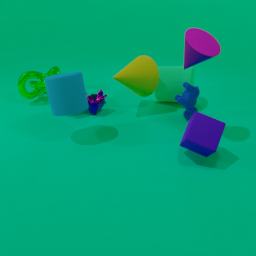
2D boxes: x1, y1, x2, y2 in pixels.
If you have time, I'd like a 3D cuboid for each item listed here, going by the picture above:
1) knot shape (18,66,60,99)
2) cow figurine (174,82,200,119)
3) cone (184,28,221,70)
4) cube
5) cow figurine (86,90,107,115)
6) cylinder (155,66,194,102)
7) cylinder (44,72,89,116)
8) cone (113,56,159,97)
[{"bbox_3d":[-3.370,-1.667,10.526,1.584,0.782,1.692,-23,-6,-40],"label":"knot shape"},{"bbox_3d":[2.085,-0.847,9.205,1.092,1.110,0.609,26,17,-15],"label":"cow figurine"},{"bbox_3d":[1.767,-1.947,7.606,1.040,1.044,1.040,11,54,-16],"label":"cone"},{"bbox_3d":[1.904,0.178,7.237,0.808,0.808,0.808,23,76,6],"label":"cube"},{"bbox_3d":[-1.631,-1.099,9.773,1.563,0.872,1.588,-20,56,-29],"label":"cow figurine"},{"bbox_3d":[1.734,-1.621,10.329,1.296,1.296,1.296,3,29,16],"label":"cylinder"},{"bbox_3d":[-1.711,-0.976,7.865,1.045,1.045,1.045,-8,17,3],"label":"cylinder"},{"bbox_3d":[0.034,-1.696,9.321,1.430,1.424,1.424,-12,29,-43],"label":"cone"}]
